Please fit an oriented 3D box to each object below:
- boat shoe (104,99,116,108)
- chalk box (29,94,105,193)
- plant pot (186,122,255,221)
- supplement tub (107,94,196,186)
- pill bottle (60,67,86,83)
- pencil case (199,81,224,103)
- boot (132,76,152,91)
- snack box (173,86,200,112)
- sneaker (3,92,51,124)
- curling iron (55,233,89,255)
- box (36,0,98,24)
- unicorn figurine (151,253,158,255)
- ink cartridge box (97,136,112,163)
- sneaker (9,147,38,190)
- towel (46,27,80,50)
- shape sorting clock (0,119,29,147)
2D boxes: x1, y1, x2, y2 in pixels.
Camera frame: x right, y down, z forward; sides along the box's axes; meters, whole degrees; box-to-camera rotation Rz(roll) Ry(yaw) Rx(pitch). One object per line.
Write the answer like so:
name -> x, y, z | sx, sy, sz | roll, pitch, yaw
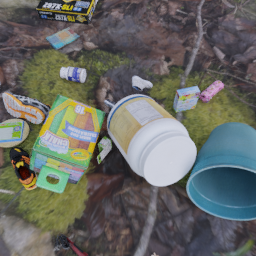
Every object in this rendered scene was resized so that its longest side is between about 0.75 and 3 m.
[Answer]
boat shoe -> -0.639, -0.988, 11.745 | 0.291, 0.307, 0.878 | -41, 47, -18
chalk box -> -2.172, 0.696, 9.550 | 1.813, 1.804, 2.914 | 21, 57, -11
plant pot -> 3.419, 1.224, 9.215 | 2.620, 2.620, 2.462 | 15, 45, 9
supplement tub -> 0.702, 0.326, 9.399 | 2.119, 2.119, 2.930 | -22, 36, -13
pill bottle -> -2.454, -2.404, 12.515 | 1.042, 0.624, 0.624 | 10, 58, 7
pencil case -> 3.607, -1.577, 12.057 | 0.514, 0.492, 1.189 | 37, 63, 28
boot -> 0.575, -1.736, 11.630 | 1.048, 0.385, 0.501 | 18, 66, -32
snack box -> 2.376, -1.161, 11.448 | 0.905, 1.073, 0.363 | -13, 58, -8
sneaker -> -4.176, -0.899, 11.506 | 2.315, 0.906, 0.894 | 26, 40, 16
curling iron -> -1.374, 4.054, 8.540 | 2.256, 0.288, 0.559 | 34, 27, 16
box -> -3.233, -6.758, 15.273 | 2.826, 0.697, 2.257 | 9, 59, 6
unicorn figurine -> 0.876, 4.265, 8.402 | 0.633, 0.340, 0.921 | 25, 55, 4
ink cartridge box -> -0.973, 0.825, 10.442 | 0.323, 0.629, 0.851 | 30, 62, 18
sneaker -> -3.782, 1.290, 10.012 | 0.660, 0.849, 1.886 | -28, 62, -17
towel -> -3.305, -4.558, 14.173 | 1.429, 0.155, 1.048 | -36, 65, -21
shape sorting clock -> -4.618, 0.190, 11.053 | 1.414, 0.277, 1.414 | 0, 55, 0
